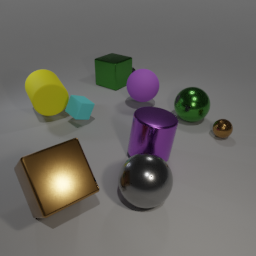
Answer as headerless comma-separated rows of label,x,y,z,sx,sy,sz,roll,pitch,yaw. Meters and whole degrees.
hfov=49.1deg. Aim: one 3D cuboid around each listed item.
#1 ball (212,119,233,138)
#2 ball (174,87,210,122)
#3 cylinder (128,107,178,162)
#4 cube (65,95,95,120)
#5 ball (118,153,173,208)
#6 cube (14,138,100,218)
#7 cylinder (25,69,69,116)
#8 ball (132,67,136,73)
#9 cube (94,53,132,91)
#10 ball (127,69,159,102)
ball,3.405,0.017,10.080,0.700,0.700,0.700,0,30,0
ball,2.522,-0.918,11.042,1.400,1.400,1.400,0,30,0
cylinder,0.771,0.233,8.921,1.400,1.400,1.400,7,29,-4
cube,-1.833,-0.783,10.689,0.700,0.700,0.700,35,21,31
ball,0.449,1.334,7.182,1.400,1.400,1.400,0,30,0
cube,-1.778,1.242,6.843,1.400,1.400,1.400,-21,-6,-31
cylinder,-3.228,-1.413,11.114,1.400,1.400,1.400,-15,40,-24
ball,0.117,-2.983,15.256,0.700,0.700,0.700,0,30,0
cube,-0.735,-2.938,14.484,1.400,1.400,1.400,21,36,31
ball,0.637,-1.815,11.969,1.400,1.400,1.400,0,30,0
